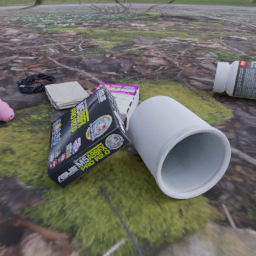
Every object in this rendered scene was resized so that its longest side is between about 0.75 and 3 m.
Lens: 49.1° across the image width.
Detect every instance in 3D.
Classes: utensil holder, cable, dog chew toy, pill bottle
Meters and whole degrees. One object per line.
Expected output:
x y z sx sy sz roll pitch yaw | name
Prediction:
1.253 0.380 7.699 2.025 2.025 2.383 -9 30 -15 | utensil holder
-4.390 -2.211 13.682 1.894 0.481 1.545 -18 35 -29 | cable
-4.966 -0.684 10.744 1.402 0.873 0.873 23 36 19 | dog chew toy
5.304 -2.116 12.395 2.767 1.576 1.576 11 32 17 | pill bottle

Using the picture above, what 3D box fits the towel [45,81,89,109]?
-2.699 -1.484 12.513 1.613 0.420 2.434 -11 31 -22 | towel

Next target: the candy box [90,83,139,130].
-0.648 -0.904 11.076 1.803 0.807 2.645 6 31 10 | candy box

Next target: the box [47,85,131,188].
-1.272 0.094 8.354 2.304 0.637 2.876 -35 31 9 | box
